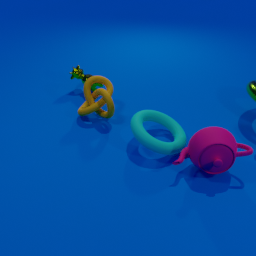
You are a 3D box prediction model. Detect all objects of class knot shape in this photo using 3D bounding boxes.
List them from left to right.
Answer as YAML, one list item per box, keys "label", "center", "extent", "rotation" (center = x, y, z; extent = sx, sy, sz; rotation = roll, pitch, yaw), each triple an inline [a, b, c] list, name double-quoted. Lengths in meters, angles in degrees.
- label: "knot shape"
  center: [-0.929, -0.745, 7.818]
  extent: [1.194, 0.590, 1.276]
  rotation: [-32, 63, 22]

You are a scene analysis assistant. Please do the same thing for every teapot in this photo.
- label: "teapot"
  center: [1.778, 0.544, 6.002]
  extent: [1.696, 1.054, 0.830]
  rotation: [-7, 26, 6]

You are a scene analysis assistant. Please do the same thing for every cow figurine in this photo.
- label: "cow figurine"
  center: [-1.355, -1.564, 8.969]
  extent: [0.958, 0.534, 0.974]
  rotation: [24, 15, -35]

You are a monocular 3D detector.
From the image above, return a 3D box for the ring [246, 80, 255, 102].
- label: "ring"
  center: [4.022, -0.675, 7.538]
  extent: [1.859, 0.372, 1.859]
  rotation: [23, 30, -14]

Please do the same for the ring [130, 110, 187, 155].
- label: "ring"
  center: [0.759, 0.082, 6.915]
  extent: [1.481, 0.296, 1.481]
  rotation: [16, 37, -13]
